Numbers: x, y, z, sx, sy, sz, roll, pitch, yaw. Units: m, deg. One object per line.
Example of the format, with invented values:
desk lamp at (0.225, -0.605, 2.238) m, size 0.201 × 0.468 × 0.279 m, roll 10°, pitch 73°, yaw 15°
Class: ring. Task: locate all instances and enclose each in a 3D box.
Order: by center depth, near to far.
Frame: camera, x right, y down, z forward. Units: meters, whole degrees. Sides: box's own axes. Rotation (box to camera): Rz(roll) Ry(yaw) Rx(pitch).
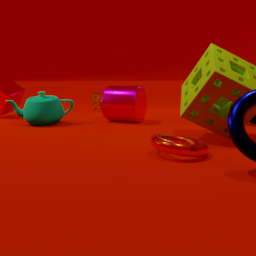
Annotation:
ring at (2.089, -0.039, 4.095) m, size 1.232 × 1.232 × 0.246 m, roll 2°, pitch -22°, yaw 9°
ring at (0.952, 0.312, 5.218) m, size 1.079 × 0.216 × 1.079 m, roll 9°, pitch 9°, yaw -1°

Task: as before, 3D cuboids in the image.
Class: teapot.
teapot at (-2.616, -0.614, 8.427) m, size 1.954 × 0.957 × 1.215 m, roll -5°, pitch 19°, yaw -12°

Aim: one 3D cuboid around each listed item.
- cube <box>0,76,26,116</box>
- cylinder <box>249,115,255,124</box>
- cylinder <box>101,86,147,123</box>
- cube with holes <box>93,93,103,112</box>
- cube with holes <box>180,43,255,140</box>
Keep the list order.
cube at (-4.356, -1.135, 9.802) m, size 0.912 × 0.912 × 0.912 m, roll 36°, pitch 26°, yaw 2°
cylinder at (3.991, -0.973, 8.335) m, size 1.274 × 1.274 × 1.274 m, roll 8°, pitch 51°, yaw 37°
cylinder at (-0.101, -0.769, 8.913) m, size 1.132 × 1.132 × 1.132 m, roll 5°, pitch 11°, yaw 24°
cube with holes at (-1.065, -1.094, 11.839) m, size 0.730 × 0.730 × 0.730 m, roll 0°, pitch 10°, yaw 3°
cube with holes at (2.071, -0.806, 6.250) m, size 1.280 × 1.280 × 1.280 m, roll 24°, pitch 41°, yaw -8°
